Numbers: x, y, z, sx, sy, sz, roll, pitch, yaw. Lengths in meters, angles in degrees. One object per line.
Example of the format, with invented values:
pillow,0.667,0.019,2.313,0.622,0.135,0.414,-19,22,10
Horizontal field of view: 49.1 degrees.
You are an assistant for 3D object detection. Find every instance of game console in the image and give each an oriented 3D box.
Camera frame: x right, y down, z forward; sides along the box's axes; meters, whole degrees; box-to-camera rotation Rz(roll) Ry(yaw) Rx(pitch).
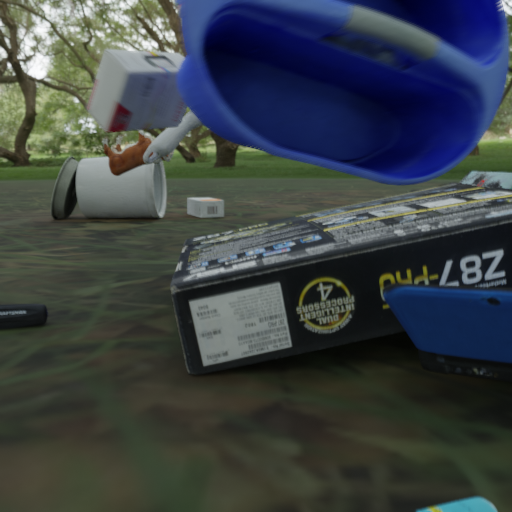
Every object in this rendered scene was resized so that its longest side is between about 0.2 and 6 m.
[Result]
game console,1.946,0.329,3.726,1.713,1.014,1.462,2,27,36

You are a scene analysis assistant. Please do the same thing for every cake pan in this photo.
cake pan,-4.980,-1.764,14.875,0.317,1.730,1.730,17,8,-6

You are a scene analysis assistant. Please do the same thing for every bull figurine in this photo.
bull figurine,-2.554,-2.300,12.110,1.582,0.961,0.515,-19,2,11

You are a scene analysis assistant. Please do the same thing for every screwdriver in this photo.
screwdriver,-2.806,0.562,5.144,1.688,0.246,0.235,1,7,-13

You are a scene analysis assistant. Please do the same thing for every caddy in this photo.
caddy,1.034,-2.434,6.492,4.100,2.898,2.152,9,8,-24

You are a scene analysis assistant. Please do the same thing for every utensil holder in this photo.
utensil holder,-3.566,-1.847,14.997,2.029,1.725,1.725,-1,10,2

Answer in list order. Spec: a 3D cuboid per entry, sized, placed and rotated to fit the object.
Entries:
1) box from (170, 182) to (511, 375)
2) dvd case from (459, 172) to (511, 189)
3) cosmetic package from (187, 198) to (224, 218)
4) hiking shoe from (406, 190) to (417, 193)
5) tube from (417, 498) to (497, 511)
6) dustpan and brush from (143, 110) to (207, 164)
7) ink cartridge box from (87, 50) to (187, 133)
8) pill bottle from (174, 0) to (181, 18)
box,0.903,0.005,5.292,3.254,0.799,2.623,-12,12,-3
dvd case,3.530,-0.746,9.537,0.250,1.656,2.269,41,9,-4
cosmetic package,-1.440,-1.365,15.785,0.686,0.482,1.353,-4,10,-23
hiking shoe,1.817,-0.480,8.706,1.410,1.060,2.800,10,17,41
tube,0.301,1.123,1.964,1.195,0.301,0.463,-7,-2,-12
dustpan and brush,-0.725,-3.146,11.392,1.110,3.880,2.708,27,-20,34
ink cartridge box,-1.657,-2.431,8.288,0.602,1.038,1.407,45,37,19
pill bottle,-1.298,-4.664,10.111,0.385,0.687,0.385,-16,-18,-5
